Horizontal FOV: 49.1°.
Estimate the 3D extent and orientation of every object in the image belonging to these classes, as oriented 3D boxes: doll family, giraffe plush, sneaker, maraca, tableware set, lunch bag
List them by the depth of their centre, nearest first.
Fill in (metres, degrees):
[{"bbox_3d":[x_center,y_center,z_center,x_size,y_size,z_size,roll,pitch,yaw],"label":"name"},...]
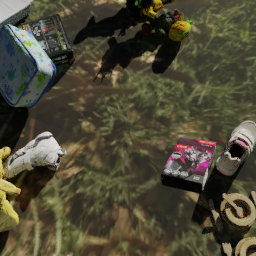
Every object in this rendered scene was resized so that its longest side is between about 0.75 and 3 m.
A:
[{"bbox_3d":[-3.360,1.279,6.391,1.739,2.016,1.634,8,33,-29],"label":"giraffe plush"},{"bbox_3d":[2.749,2.394,6.418,1.231,0.373,1.862,-10,64,-5],"label":"tableware set"},{"bbox_3d":[-2.303,0.834,7.066,0.871,0.569,1.515,37,66,19],"label":"sneaker"},{"bbox_3d":[2.912,0.436,7.173,0.674,0.731,1.657,30,68,14],"label":"sneaker"},{"bbox_3d":[-3.046,-1.680,7.812,1.681,0.862,2.092,-50,66,21],"label":"lunch bag"},{"bbox_3d":[1.699,-3.180,9.044,0.720,0.562,1.050,-2,44,34],"label":"maraca"},{"bbox_3d":[0.501,-4.335,9.362,1.699,1.153,2.939,-26,62,-8],"label":"doll family"}]

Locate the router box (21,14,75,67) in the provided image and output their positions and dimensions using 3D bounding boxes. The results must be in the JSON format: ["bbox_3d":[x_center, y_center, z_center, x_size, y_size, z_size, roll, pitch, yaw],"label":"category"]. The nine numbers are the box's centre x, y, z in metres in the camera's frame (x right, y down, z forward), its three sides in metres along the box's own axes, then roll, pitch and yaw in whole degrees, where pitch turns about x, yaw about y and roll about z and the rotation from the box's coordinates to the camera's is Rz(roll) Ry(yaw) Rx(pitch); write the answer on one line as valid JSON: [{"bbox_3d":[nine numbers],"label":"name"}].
[{"bbox_3d":[-2.516,-2.691,8.809,1.270,0.527,1.695,-18,65,-9],"label":"router box"}]

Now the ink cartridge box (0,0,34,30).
[{"bbox_3d":[-4.365,-4.346,9.686,1.978,0.402,1.982,39,70,17],"label":"ink cartridge box"}]

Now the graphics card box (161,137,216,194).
[{"bbox_3d":[1.238,0.694,5.589,0.796,0.323,1.269,10,39,26],"label":"graphics card box"}]
